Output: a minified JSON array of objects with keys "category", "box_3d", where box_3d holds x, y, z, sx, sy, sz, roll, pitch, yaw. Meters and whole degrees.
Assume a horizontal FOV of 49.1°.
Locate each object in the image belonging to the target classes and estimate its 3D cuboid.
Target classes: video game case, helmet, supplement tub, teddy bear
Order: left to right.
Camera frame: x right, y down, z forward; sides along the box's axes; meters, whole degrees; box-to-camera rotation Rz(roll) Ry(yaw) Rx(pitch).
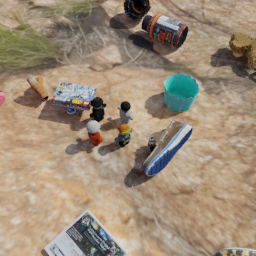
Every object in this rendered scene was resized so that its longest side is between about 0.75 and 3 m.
[{"category":"video game case","box_3d":[-1.221,3.582,8.144,1.666,0.214,1.833,-39,62,-24]},{"category":"helmet","box_3d":[0.477,-6.372,14.533,1.445,1.445,1.377,-6,23,-5]},{"category":"supplement tub","box_3d":[1.735,-4.755,13.536,2.153,1.151,1.151,28,59,19]},{"category":"teddy bear","box_3d":[5.981,-3.416,12.823,2.923,0.976,2.119,5,63,-5]}]

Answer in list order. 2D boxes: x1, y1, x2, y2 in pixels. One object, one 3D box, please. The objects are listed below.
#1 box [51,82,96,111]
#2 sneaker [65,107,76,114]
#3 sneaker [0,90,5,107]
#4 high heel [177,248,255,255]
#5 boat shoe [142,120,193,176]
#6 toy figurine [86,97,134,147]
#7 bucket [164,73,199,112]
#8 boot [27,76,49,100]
[{"category":"box","box_3d":[-2.081,-1.246,10.886,1.500,0.299,1.027,10,54,7]},{"category":"sneaker","box_3d":[-2.512,-1.098,11.291,0.461,0.524,1.174,-35,61,-23]},{"category":"sneaker","box_3d":[-5.386,-0.224,10.562,1.176,0.999,2.710,29,64,5]},{"category":"high heel","box_3d":[2.483,4.193,7.148,2.715,0.969,1.935,-13,47,11]},{"category":"boat shoe","box_3d":[1.216,0.645,9.884,0.953,0.951,2.632,31,50,26]},{"category":"toy figurine","box_3d":[-0.644,-0.240,10.257,1.705,1.205,1.732,4,54,3]},{"category":"bucket","box_3d":[2.107,-1.403,11.263,1.424,0.926,1.424,0,55,0]},{"category":"boot","box_3d":[-3.622,-1.635,11.644,0.481,1.306,1.011,-38,95,11]}]
